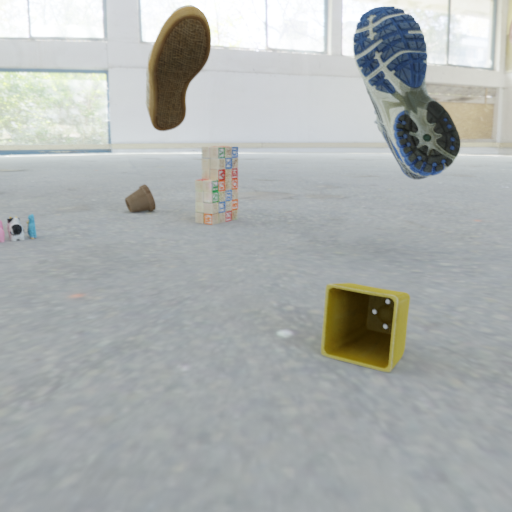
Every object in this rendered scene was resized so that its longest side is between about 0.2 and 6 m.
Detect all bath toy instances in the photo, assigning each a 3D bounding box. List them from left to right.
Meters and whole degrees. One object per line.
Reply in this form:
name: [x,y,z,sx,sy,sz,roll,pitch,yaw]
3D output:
bath toy: [-5.590,-0.587,12.196,1.483,0.548,0.645,-10,16,-34]

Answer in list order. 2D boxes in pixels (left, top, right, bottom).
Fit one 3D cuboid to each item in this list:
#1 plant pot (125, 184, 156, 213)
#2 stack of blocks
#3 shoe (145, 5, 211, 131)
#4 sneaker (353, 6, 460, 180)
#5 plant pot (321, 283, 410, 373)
plant pot: [-3.360,-1.568,16.091,0.697,0.799,0.799,-25,23,-22]
stack of blocks: [-1.011,-1.838,14.427,0.564,1.927,1.110,10,16,33]
shoe: [-1.399,-3.076,9.087,0.928,0.709,2.655,-11,-20,-24]
sneaker: [2.649,-3.007,10.716,1.346,3.494,1.488,-14,-10,0]
plant pot: [1.297,0.720,6.251,0.824,0.818,0.842,9,10,33]
